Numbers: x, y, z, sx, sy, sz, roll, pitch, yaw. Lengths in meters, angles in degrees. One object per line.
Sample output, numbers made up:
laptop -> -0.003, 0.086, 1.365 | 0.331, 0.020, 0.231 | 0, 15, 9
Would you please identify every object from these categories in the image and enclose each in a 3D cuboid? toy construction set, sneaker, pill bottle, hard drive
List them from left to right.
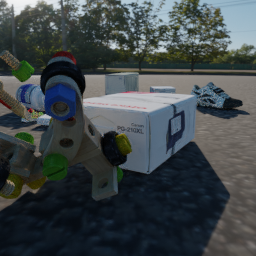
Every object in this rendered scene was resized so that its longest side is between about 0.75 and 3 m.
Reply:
sneaker -> -3.350, -0.487, 9.921 | 0.381, 0.440, 0.975 | 9, 16, 22
pill bottle -> -3.834, -1.292, 11.942 | 1.839, 1.100, 1.100 | 12, 18, 38
toy construction set -> -1.303, 0.192, 4.456 | 2.405, 2.216, 2.884 | -45, 42, -1
hard drive -> -1.847, -0.331, 9.378 | 1.935, 0.258, 1.276 | 4, 21, 18
sneaker -> 3.965, -1.504, 12.836 | 2.607, 1.154, 0.966 | 14, 18, 42

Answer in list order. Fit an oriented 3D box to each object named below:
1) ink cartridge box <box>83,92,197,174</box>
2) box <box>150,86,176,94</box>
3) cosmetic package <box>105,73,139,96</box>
ink cartridge box -> 0.180, -0.108, 6.589 | 2.087, 1.216, 2.883 | 7, 15, 29
box -> 1.791, -1.763, 14.682 | 1.159, 0.761, 1.165 | -1, 13, -5
cosmetic package -> -0.242, -2.133, 14.730 | 1.053, 1.491, 2.880 | 3, 13, 16
